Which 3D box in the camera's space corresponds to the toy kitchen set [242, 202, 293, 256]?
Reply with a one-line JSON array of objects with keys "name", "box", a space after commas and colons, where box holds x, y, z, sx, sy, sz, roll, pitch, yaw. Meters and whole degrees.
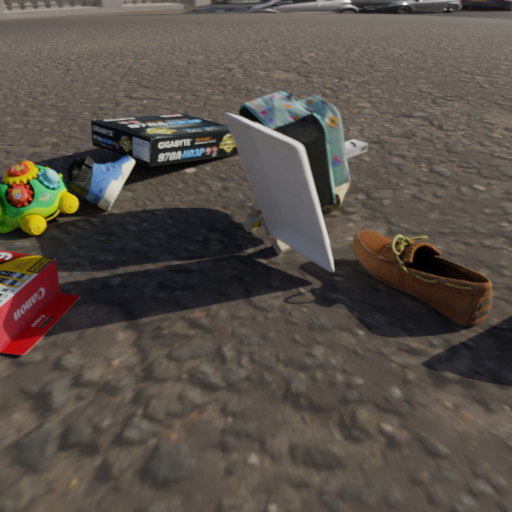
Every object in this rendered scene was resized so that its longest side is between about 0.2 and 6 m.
[{"name": "toy kitchen set", "box": [0.360, -0.488, 11.000, 0.682, 0.928, 1.158, -22, 72, -24]}]

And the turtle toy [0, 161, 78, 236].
[{"name": "turtle toy", "box": [-4.855, -1.176, 11.367, 1.625, 1.127, 2.230, 20, 46, 32]}]

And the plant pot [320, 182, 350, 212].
[{"name": "plant pot", "box": [1.611, -1.391, 12.271, 0.838, 0.838, 0.767, 6, 42, 10]}]

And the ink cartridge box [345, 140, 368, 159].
[{"name": "ink cartridge box", "box": [2.370, -3.008, 15.572, 1.141, 0.249, 0.991, -26, 40, -38]}]

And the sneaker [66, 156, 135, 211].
[{"name": "sneaker", "box": [-3.557, -1.924, 12.688, 1.214, 0.838, 2.182, 29, 32, -15]}]

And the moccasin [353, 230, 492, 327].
[{"name": "moccasin", "box": [2.639, 0.135, 9.215, 0.975, 1.029, 2.665, -15, 33, -25]}]

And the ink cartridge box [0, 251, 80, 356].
[{"name": "ink cartridge box", "box": [-3.795, 0.671, 8.593, 1.495, 0.714, 1.703, 7, 30, 11]}]

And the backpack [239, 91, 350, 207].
[{"name": "backpack", "box": [0.675, -2.131, 10.894, 1.790, 2.053, 2.336, -30, 40, -13]}]

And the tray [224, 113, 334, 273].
[{"name": "tray", "box": [0.511, -0.984, 8.943, 1.583, 2.949, 0.327, 33, 69, 35]}]

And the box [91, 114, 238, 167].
[{"name": "box", "box": [-2.321, -3.146, 14.890, 2.516, 0.728, 3.165, 24, 29, 37]}]
